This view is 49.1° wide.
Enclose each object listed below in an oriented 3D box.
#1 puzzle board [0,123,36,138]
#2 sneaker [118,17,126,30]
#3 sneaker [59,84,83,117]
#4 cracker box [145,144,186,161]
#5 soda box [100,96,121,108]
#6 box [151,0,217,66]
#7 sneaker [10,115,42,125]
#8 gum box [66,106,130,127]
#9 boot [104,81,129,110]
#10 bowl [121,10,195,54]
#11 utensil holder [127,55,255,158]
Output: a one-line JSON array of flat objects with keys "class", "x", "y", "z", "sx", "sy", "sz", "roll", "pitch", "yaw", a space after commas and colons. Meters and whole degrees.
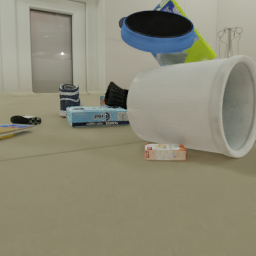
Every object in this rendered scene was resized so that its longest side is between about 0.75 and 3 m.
[{"class": "puzzle board", "x": -4.447, "y": 0.087, "z": 8.084, "sx": 2.777, "sy": 0.242, "sz": 2.093, "roll": 4, "pitch": 9, "yaw": 18}, {"class": "sneaker", "x": 0.740, "y": -4.437, "z": 12.044, "sx": 2.431, "sy": 0.911, "sz": 1.027, "roll": 13, "pitch": -5, "yaw": 5}, {"class": "sneaker", "x": -2.570, "y": -1.335, "z": 13.025, "sx": 0.926, "sy": 1.433, "sz": 2.641, "roll": 0, "pitch": 9, "yaw": 0}, {"class": "cracker box", "x": 0.734, "y": 0.475, "z": 5.622, "sx": 0.797, "sy": 0.230, "sz": 0.534, "roll": 0, "pitch": 9, "yaw": 4}, {"class": "soda box", "x": -0.837, "y": -1.460, "z": 16.039, "sx": 0.782, "sy": 0.727, "sz": 2.286, "roll": -5, "pitch": 10, "yaw": -27}, {"class": "box", "x": 1.438, "y": -2.783, "z": 8.920, "sx": 1.534, "sy": 2.515, "sz": 0.599, "roll": -37, "pitch": -2, "yaw": 31}, {"class": "sneaker", "x": -3.610, "y": -0.256, "z": 9.804, "sx": 1.033, "sy": 0.383, "sz": 0.457, "roll": 5, "pitch": 4, "yaw": -36}, {"class": "gum box", "x": -1.213, "y": -0.488, "z": 10.576, "sx": 2.052, "sy": 0.538, "sz": 2.415, "roll": -3, "pitch": 8, "yaw": -16}, {"class": "boot", "x": 0.301, "y": -1.055, "z": 10.600, "sx": 2.134, "sy": 1.074, "sz": 2.854, "roll": 22, "pitch": -8, "yaw": -17}, {"class": "bowl", "x": 0.753, "y": -2.463, "z": 6.997, "sx": 1.871, "sy": 0.367, "sz": 1.871, "roll": 1, "pitch": 43, "yaw": -1}, {"class": "utensil holder", "x": 1.428, "y": -0.508, "z": 6.250, "sx": 2.359, "sy": 2.005, "sz": 2.005, "roll": 7, "pitch": 12, "yaw": 43}]
